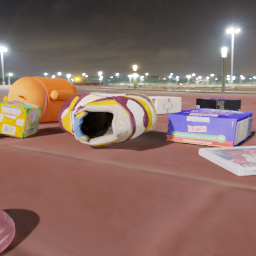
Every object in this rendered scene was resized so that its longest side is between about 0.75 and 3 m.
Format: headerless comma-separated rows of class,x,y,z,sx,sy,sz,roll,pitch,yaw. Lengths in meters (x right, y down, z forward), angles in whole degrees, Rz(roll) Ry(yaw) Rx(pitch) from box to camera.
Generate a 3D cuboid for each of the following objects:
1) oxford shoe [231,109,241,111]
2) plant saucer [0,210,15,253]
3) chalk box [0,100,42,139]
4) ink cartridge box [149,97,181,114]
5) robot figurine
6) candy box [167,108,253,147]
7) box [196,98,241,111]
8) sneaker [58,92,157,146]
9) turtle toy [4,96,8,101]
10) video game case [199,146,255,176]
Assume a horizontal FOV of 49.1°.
oxford shoe,4.745,-0.628,11.801,0.901,0.328,0.321,-1,9,-9
plant saucer,-1.424,0.837,2.270,0.939,0.238,0.939,-1,8,0
chalk box,-2.827,-0.274,7.414,0.788,0.784,1.267,13,9,1
ink cartridge box,1.315,-1.102,13.414,2.354,0.794,1.371,-6,10,-43
robot figurine,-3.044,-1.010,10.102,2.011,1.631,2.796,35,24,26
candy box,2.011,-0.058,6.728,1.520,0.692,1.798,8,10,34
box,4.314,-1.072,13.528,1.317,0.736,1.866,0,8,-17
sneaker,-0.877,-0.217,6.131,2.955,1.107,1.331,-4,12,42
turtle toy,-5.998,-1.176,14.416,0.904,0.627,1.240,22,2,-23
video game case,2.044,0.513,4.730,1.220,0.154,1.339,-2,9,-11
